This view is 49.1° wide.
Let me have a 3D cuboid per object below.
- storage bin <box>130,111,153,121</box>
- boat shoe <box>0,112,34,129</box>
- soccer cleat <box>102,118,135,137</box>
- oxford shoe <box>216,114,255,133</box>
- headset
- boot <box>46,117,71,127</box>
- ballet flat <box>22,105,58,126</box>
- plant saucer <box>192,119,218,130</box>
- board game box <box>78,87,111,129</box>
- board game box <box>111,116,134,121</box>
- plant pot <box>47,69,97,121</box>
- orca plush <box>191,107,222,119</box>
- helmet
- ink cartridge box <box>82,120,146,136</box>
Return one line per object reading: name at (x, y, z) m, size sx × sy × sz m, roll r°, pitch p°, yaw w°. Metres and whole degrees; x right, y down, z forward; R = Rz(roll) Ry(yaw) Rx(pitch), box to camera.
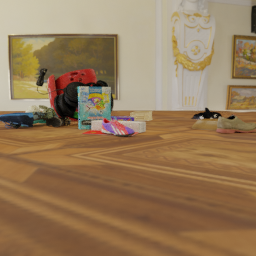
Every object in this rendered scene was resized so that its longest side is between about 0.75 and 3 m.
storage bin at (0.805, -0.727, 16.665) m, size 1.148 × 0.542 × 1.156 m, roll 1°, pitch 5°, yaw 14°
boat shoe at (-4.359, -0.254, 10.727) m, size 1.790 × 0.614 × 0.753 m, roll 2°, pitch 13°, yaw 37°
soccer cleat at (-0.316, -0.019, 8.212) m, size 1.185 × 0.434 × 0.404 m, roll 9°, pitch 18°, yaw 39°
oxford shoe at (3.633, -0.146, 9.190) m, size 1.589 × 0.594 × 0.560 m, roll -2°, pitch 5°, yaw -24°
headset at (-2.385, -1.360, 11.688) m, size 2.980 × 1.400 × 1.840 m, roll 25°, pitch -42°, yaw -34°
boot at (-2.828, -0.262, 11.826) m, size 0.896 × 0.435 × 1.190 m, roll -4°, pitch 1°, yaw -43°
ballet flat at (-4.045, -0.588, 12.491) m, size 0.977 × 0.977 × 2.631 m, roll 1°, pitch 3°, yaw 12°
plant saucer at (3.472, -0.157, 10.853) m, size 1.974 × 0.349 × 1.974 m, roll 0°, pitch 4°, yaw 0°
board game box at (-1.271, -0.766, 10.643) m, size 1.198 × 1.588 × 0.373 m, roll -2°, pitch 6°, yaw -20°
board game box at (-0.318, -0.387, 13.701) m, size 0.976 × 0.325 × 1.451 m, roll -1°, pitch 5°, yaw -11°
plant pot at (-3.088, -1.767, 15.930) m, size 2.652 × 2.913 × 2.913 m, roll -9°, pitch 6°, yaw -11°
orca plush at (4.855, -0.895, 17.246) m, size 1.124 × 0.760 × 2.137 m, roll -2°, pitch 5°, yaw -24°
helmet at (-1.599, -1.205, 13.443) m, size 1.922 × 1.833 × 1.922 m, roll 0°, pitch 31°, yaw 0°
ink cartridge box at (-0.420, -0.025, 9.070) m, size 1.687 × 0.377 × 1.487 m, roll 2°, pitch 5°, yaw 18°
